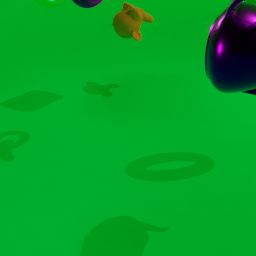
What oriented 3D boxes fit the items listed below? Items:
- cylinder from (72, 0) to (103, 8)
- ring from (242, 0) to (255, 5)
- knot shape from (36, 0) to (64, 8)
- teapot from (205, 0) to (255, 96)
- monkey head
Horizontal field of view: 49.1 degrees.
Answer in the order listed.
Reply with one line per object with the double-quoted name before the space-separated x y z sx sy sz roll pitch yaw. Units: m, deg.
"cylinder" -1.337 -4.263 7.782 1.336 1.336 1.336 10 1 18
"ring" 2.587 -2.112 4.797 1.837 1.837 0.367 -12 11 -20
"knot shape" -1.093 -2.979 5.164 1.387 0.685 1.482 -20 27 48
"teapot" 1.383 -0.843 3.217 0.793 1.620 1.007 16 64 31
"monkey head" 0.160 -3.496 9.410 1.278 1.071 1.777 6 29 -37
